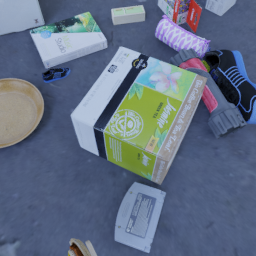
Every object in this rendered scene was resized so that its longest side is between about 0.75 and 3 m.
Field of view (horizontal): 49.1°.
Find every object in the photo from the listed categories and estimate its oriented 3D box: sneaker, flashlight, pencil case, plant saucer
[{"bbox_3d":[-2.435,-1.871,9.511,0.982,0.383,0.345,-27,63,-14],"label":"sneaker"},{"bbox_3d":[2.330,-1.085,8.723,1.019,1.015,2.998,-10,65,-30],"label":"flashlight"},{"bbox_3d":[1.916,-3.163,9.971,2.002,0.856,0.840,36,52,20],"label":"pencil case"},{"bbox_3d":[3.212,-1.341,8.813,1.143,1.029,2.934,-1,54,-9],"label":"sneaker"},{"bbox_3d":[-3.809,-0.414,8.639,2.520,0.446,2.520,0,60,0],"label":"plant saucer"}]

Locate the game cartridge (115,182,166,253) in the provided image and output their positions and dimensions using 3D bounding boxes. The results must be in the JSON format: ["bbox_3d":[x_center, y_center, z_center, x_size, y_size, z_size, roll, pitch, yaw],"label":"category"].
[{"bbox_3d":[0.279,2.239,7.224,1.049,0.327,1.575,15,61,13],"label":"game cartridge"}]

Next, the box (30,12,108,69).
[{"bbox_3d":[-2.178,-3.273,10.285,2.394,0.435,1.728,-23,63,-14],"label":"box"}]

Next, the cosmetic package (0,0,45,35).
[{"bbox_3d":[-4.449,-5.062,10.482,1.867,1.856,2.231,-18,63,-10],"label":"cosmetic package"}]

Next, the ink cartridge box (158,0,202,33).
[{"bbox_3d":[1.908,-4.617,10.636,0.532,1.151,2.112,-23,63,-13],"label":"ink cartridge box"}]

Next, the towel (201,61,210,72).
[{"bbox_3d":[2.148,-1.986,9.721,1.563,0.141,0.673,-14,62,-8],"label":"towel"}]

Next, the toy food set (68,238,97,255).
[{"bbox_3d":[-0.727,2.318,4.536,0.311,1.548,1.069,-24,78,-29],"label":"toy food set"}]

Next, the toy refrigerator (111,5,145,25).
[{"bbox_3d":[0.011,-4.429,10.944,1.252,0.438,0.475,-9,61,-5],"label":"toy refrigerator"}]

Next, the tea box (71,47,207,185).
[{"bbox_3d":[0.351,-0.379,7.817,2.679,1.820,2.723,23,63,12],"label":"tea box"}]

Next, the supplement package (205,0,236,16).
[{"bbox_3d":[3.788,-5.376,10.918,0.784,1.415,1.102,38,67,20],"label":"supplement package"}]
